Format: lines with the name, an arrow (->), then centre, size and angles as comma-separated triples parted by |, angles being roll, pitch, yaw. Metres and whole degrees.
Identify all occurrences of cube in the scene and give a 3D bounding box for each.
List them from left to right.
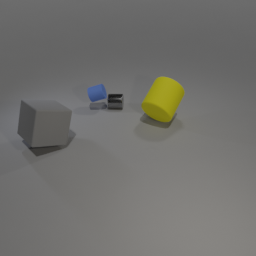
cube -> -3.129, -0.212, 10.472 | 1.400, 1.400, 1.400 | -2, 22, -43

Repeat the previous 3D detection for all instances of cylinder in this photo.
cylinder -> -1.426, -1.620, 12.984 | 0.700, 0.700, 0.700 | -14, 30, 12
cylinder -> -0.587, -1.289, 13.457 | 0.700, 0.700, 0.700 | 1, 32, 6
cylinder -> 1.480, -1.196, 11.856 | 1.400, 1.400, 1.400 | 20, 69, 29
